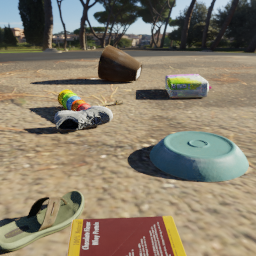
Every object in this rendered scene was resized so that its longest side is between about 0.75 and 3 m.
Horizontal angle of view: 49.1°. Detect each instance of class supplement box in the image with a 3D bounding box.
[{"bbox_3d":[-0.028,1.881,3.382,1.394,0.926,1.375,-1,20,-5],"label":"supplement box"}]

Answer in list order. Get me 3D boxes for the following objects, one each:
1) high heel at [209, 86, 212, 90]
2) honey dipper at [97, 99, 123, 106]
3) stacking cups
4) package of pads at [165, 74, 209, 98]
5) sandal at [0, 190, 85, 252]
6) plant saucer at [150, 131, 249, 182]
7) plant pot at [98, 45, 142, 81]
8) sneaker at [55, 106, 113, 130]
[{"bbox_3d":[4.484,-2.569,16.838,0.628,0.441,1.308,-9,24,-7],"label":"high heel"},{"bbox_3d":[-0.864,-1.136,13.178,1.302,0.247,0.247,-12,23,-23],"label":"honey dipper"},{"bbox_3d":[-2.137,-0.920,11.886,0.825,0.825,2.727,-12,27,-31],"label":"stacking cups"},{"bbox_3d":[3.225,-2.361,15.607,2.070,0.914,2.680,-1,20,2],"label":"package of pads"},{"bbox_3d":[-1.509,1.557,5.017,0.711,0.511,1.789,17,25,39],"label":"sandal"},{"bbox_3d":[1.939,0.619,7.763,2.673,0.480,2.673,0,19,0],"label":"plant saucer"},{"bbox_3d":[-0.410,-4.141,19.154,2.543,2.377,2.377,19,24,12],"label":"plant pot"},{"bbox_3d":[-1.579,-0.210,10.011,2.105,0.786,0.863,-9,33,-1],"label":"sneaker"}]
